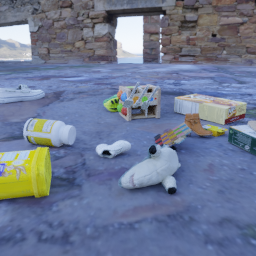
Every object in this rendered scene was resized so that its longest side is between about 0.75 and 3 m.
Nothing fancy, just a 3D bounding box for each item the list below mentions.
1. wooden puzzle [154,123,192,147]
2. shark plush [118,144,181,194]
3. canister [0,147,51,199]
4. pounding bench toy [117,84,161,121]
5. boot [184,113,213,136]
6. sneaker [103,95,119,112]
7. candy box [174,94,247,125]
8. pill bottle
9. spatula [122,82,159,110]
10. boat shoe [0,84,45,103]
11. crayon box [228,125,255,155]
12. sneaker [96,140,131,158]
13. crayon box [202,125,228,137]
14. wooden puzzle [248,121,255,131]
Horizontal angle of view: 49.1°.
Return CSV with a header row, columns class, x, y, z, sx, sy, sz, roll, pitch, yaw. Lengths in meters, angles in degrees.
class,x,y,z,sx,sy,sz,roll,pitch,yaw
wooden puzzle,1.471,0.286,9.272,1.208,0.143,2.037,-30,10,7
shark plush,0.703,0.839,7.476,1.111,1.212,2.667,-26,10,26
canister,-2.899,1.087,6.568,2.015,0.872,1.497,-4,17,-10
pounding bench toy,0.307,-1.346,13.654,1.792,1.428,2.298,-6,18,-17
boot,2.629,-0.131,10.469,1.106,0.856,0.408,5,-5,10
sneaker,-0.178,-1.522,15.059,2.575,0.954,1.076,-12,24,-34
candy box,3.876,-0.981,13.476,1.703,0.816,2.951,-13,21,-36
pill bottle,-2.644,0.172,9.574,1.595,0.888,0.888,7,18,14
spatula,0.532,-1.286,11.733,1.170,1.683,0.135,10,56,-16
boat shoe,-6.460,-2.204,17.264,1.080,0.980,2.936,13,21,36
crayon box,4.882,0.324,9.500,2.407,0.621,1.513,-6,18,-17
sneaker,-0.411,0.720,8.688,1.110,0.433,0.552,-12,25,-9
crayon box,3.336,0.109,10.870,0.587,0.235,0.924,-11,20,-38
wooden puzzle,4.726,-0.032,9.302,1.155,0.215,1.068,-3,17,5
